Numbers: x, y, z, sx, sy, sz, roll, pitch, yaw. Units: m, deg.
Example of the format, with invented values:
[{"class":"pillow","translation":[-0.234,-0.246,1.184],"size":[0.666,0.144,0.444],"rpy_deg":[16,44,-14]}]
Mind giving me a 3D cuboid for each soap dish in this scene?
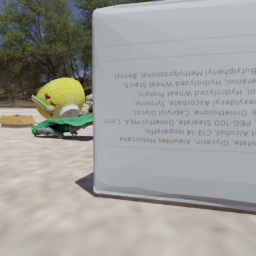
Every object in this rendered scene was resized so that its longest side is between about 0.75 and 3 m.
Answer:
[{"class":"soap dish","translation":[-3.451,-0.212,8.721],"size":[0.923,0.375,0.726],"rpy_deg":[4,6,31]}]

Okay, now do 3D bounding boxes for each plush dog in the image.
[{"class":"plush dog","translation":[-2.159,-0.862,14.211],"size":[1.470,1.179,1.262],"rpy_deg":[-27,16,10]}]

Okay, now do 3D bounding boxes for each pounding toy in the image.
[{"class":"pounding toy","translation":[-2.560,-0.814,8.841],"size":[0.845,0.508,1.094],"rpy_deg":[44,-13,-10]}]

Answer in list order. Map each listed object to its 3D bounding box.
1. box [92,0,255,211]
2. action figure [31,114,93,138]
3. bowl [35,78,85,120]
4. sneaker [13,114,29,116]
[{"class":"box","translation":[1.029,-0.227,2.718],"size":[2.150,1.405,2.138],"rpy_deg":[2,5,18]},{"class":"action figure","translation":[-1.325,-0.028,5.976],"size":[1.743,0.477,1.030],"rpy_deg":[-6,4,21]},{"class":"bowl","translation":[-2.356,-0.796,10.427],"size":[1.919,1.919,1.033],"rpy_deg":[-5,49,-43]},{"class":"sneaker","translation":[-4.737,-0.452,12.421],"size":[0.795,0.309,0.446],"rpy_deg":[9,-4,-30]}]
